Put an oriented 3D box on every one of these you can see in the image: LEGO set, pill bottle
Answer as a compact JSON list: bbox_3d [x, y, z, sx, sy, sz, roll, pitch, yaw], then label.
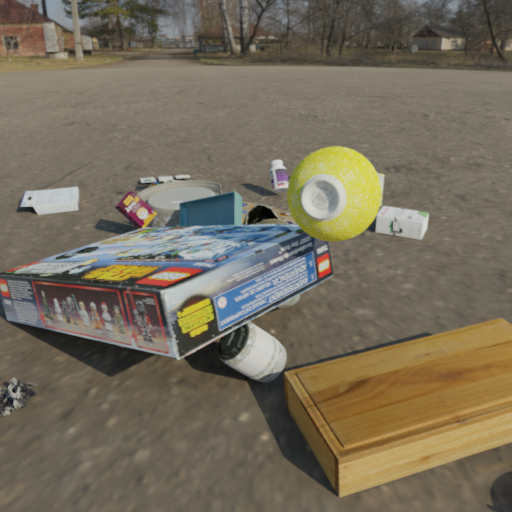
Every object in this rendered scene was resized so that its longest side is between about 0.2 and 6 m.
[{"bbox_3d":[-2.340,-1.862,14.723,1.336,0.439,1.788,-6,13,-12],"label":"LEGO set"},{"bbox_3d":[0.556,-1.981,13.914,0.412,0.740,0.412,-9,-9,-1],"label":"pill bottle"}]

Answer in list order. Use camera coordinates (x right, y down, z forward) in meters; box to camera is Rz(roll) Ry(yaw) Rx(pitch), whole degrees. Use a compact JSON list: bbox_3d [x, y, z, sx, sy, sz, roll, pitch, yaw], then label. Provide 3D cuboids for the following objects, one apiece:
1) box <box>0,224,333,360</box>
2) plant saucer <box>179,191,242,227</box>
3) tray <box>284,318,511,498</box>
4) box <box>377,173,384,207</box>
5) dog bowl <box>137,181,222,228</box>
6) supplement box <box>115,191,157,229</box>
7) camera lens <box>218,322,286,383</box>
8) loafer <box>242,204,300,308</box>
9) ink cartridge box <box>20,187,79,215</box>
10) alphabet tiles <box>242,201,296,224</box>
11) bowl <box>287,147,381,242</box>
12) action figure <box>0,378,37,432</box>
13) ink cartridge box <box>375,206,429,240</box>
[{"bbox_3d":[-1.402,0.274,7.849,4.099,0.818,2.807,2,17,44],"label":"box"},{"bbox_3d":[-0.867,-0.673,10.238,0.214,0.788,2.253,0,0,-33],"label":"plant saucer"},{"bbox_3d":[1.974,1.543,6.296,2.994,0.554,1.477,-12,25,-14],"label":"tray"},{"bbox_3d":[2.633,-1.599,13.381,0.381,0.787,0.692,-21,32,-39],"label":"box"},{"bbox_3d":[-1.628,-1.087,12.329,2.044,0.599,2.044,-4,24,2],"label":"dog bowl"},{"bbox_3d":[-2.393,-0.905,11.163,0.439,0.670,0.346,-54,24,-18],"label":"supplement box"},{"bbox_3d":[-0.058,1.180,6.933,0.734,0.587,0.587,37,4,-31],"label":"camera lens"},{"bbox_3d":[0.059,-0.065,9.457,1.134,1.050,3.015,-7,24,-4],"label":"loafer"},{"bbox_3d":[-4.900,-1.311,13.378,1.269,0.258,1.267,-6,24,-14],"label":"ink cartridge box"},{"bbox_3d":[-0.354,-0.793,12.429,2.456,0.093,2.053,16,29,33],"label":"alphabet tiles"},{"bbox_3d":[0.785,-0.655,6.168,1.086,1.086,0.584,10,14,21],"label":"bowl"},{"bbox_3d":[-2.900,1.643,6.445,0.528,0.453,0.888,-4,23,17],"label":"action figure"},{"bbox_3d":[3.069,-0.705,11.811,0.970,0.409,0.709,11,26,23],"label":"ink cartridge box"}]
